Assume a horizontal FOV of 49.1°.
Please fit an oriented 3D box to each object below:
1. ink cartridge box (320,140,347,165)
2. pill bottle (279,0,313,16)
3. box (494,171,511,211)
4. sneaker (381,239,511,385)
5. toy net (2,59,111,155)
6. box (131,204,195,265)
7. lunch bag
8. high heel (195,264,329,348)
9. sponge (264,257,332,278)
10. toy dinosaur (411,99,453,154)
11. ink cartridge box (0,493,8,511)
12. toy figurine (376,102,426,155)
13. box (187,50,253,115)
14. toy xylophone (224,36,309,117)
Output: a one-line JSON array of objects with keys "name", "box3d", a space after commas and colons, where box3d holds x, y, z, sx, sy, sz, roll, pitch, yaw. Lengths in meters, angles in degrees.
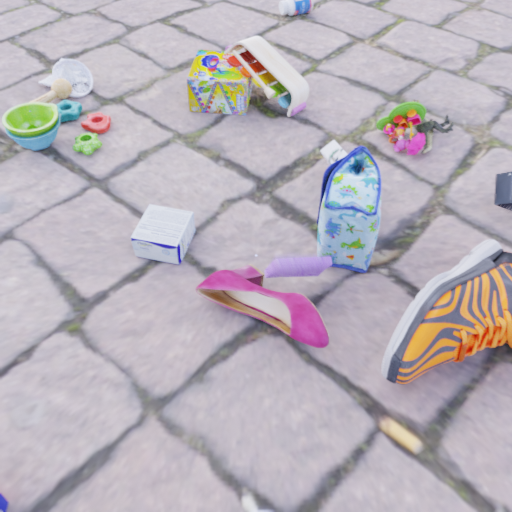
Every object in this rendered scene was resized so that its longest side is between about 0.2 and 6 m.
[{"name": "ink cartridge box", "box3d": [1.836, -1.894, 11.818, 0.403, 0.697, 0.955, -37, 48, 7]}, {"name": "pill bottle", "box3d": [1.240, -7.904, 17.679, 0.986, 0.553, 0.553, -17, 49, -14]}, {"name": "box", "box3d": [5.024, -1.264, 10.987, 0.645, 0.379, 0.634, 10, 83, -35]}, {"name": "sneaker", "box3d": [3.597, 1.103, 8.605, 3.532, 1.370, 1.979, -35, 55, -28]}, {"name": "toy net", "box3d": [-4.619, -3.911, 13.736, 2.156, 0.794, 4.110, -2, 46, -2]}, {"name": "box", "box3d": [-1.739, -0.413, 10.610, 0.914, 0.522, 0.994, 11, 47, 9]}, {"name": "lunch bag", "box3d": [1.740, -0.900, 10.360, 1.171, 1.562, 1.837, 12, 48, 10]}, {"name": "high heel", "box3d": [0.073, 0.894, 9.101, 1.149, 0.807, 2.396, -21, 44, -31]}, {"name": "sponge", "box3d": [0.721, 0.200, 9.608, 1.053, 0.587, 0.157, -1, 67, -23]}, {"name": "toy dinosaur", "box3d": [4.132, -3.022, 13.146, 0.863, 0.465, 1.958, -10, 46, 11]}, {"name": "ink cartridge box", "box3d": [-3.737, 2.971, 7.252, 1.588, 0.752, 0.295, 22, 50, 19]}, {"name": "toy figurine", "box3d": [3.372, -2.751, 12.747, 1.164, 0.874, 1.071, -17, 58, 24]}, {"name": "box", "box3d": [-0.864, -4.370, 14.084, 1.457, 0.923, 1.513, 5, 47, 3]}, {"name": "toy xylophone", "box3d": [0.210, -4.392, 13.487, 2.402, 0.603, 1.758, 51, 43, 8]}]
